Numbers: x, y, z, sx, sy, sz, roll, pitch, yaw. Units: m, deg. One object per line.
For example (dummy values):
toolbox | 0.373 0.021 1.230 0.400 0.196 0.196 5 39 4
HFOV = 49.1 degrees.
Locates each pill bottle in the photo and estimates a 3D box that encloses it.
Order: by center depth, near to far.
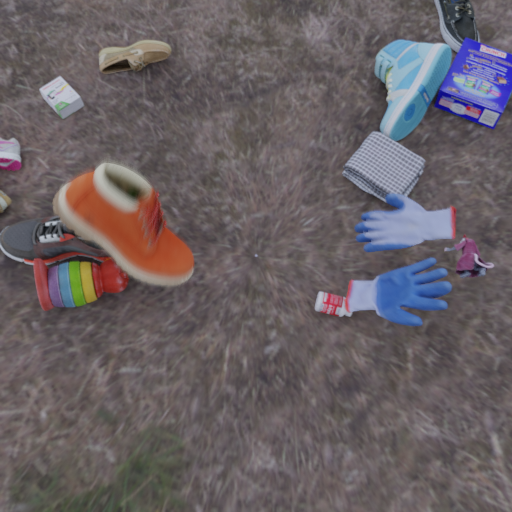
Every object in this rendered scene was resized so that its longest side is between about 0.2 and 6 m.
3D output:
pill bottle | 1.454 0.916 10.416 0.664 0.373 0.373 13 67 3

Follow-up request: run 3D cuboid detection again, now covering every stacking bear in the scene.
stacking bear | -3.179 0.461 10.406 1.583 0.961 0.900 -9 71 -11

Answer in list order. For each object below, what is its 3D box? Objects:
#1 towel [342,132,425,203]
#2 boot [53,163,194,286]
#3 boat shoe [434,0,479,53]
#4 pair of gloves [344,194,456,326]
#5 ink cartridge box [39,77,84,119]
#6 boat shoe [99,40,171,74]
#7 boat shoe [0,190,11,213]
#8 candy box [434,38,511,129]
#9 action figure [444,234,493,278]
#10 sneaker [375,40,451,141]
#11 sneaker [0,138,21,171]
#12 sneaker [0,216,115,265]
towel | 2.640 -1.791 11.489 1.385 0.593 1.147 35 72 14
boot | -1.920 -0.481 9.527 2.736 1.467 1.027 36 45 -30
boat shoe | 4.726 -5.751 13.195 0.773 0.638 2.253 -9 67 -4
pair of gloves | 2.503 0.008 9.812 1.983 0.281 2.466 -4 68 40
ink cartridge box | -4.301 -3.500 12.378 0.572 0.332 0.790 -39 72 -16
boat shoe | -2.730 -4.443 12.699 1.660 0.592 0.536 -8 72 6
boat shoe | -5.732 -1.511 11.422 1.853 0.664 0.706 43 59 9
candy box | 4.924 -3.813 12.345 1.416 0.645 1.674 26 70 13
action figure | 3.525 -0.042 9.313 0.545 0.605 0.813 12 59 -9
sneaker | 3.034 -3.672 12.245 1.540 0.938 2.359 30 83 33
sneaker | -5.602 -2.211 11.720 1.455 0.592 0.642 7 65 -6
sneaker | -3.643 -0.471 10.643 2.631 1.077 1.014 -1 66 0
